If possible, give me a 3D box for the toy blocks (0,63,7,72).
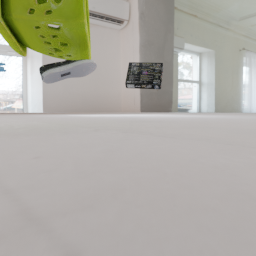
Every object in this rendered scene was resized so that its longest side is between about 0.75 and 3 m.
[{"bbox_3d":[-3.015,-1.324,5.353,1.143,0.415,0.953,-2,-23,-10],"label":"toy blocks"}]

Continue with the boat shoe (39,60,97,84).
[{"bbox_3d":[-1.370,-1.385,6.425,1.333,0.377,0.458,-20,-27,-26],"label":"boat shoe"}]

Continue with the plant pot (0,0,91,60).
[{"bbox_3d":[-2.031,-3.055,6.734,2.136,2.354,2.342,-2,-8,-5],"label":"plant pot"}]

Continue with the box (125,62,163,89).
[{"bbox_3d":[0.632,-2.008,10.691,1.349,1.081,0.294,3,-29,10],"label":"box"}]
